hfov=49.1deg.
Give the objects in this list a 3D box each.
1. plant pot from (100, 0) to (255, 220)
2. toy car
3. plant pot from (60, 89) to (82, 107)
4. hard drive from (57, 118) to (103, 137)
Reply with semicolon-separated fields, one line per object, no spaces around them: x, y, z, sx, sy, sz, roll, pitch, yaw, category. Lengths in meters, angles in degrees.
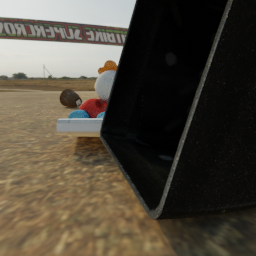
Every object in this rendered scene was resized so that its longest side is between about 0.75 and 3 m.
1.396;-0.574;3.951;2.546;2.864;2.871;13;11;-18;plant pot
-0.693;-1.019;8.695;1.859;2.102;1.937;4;10;24;toy car
-3.218;-1.642;16.342;1.076;1.076;1.151;-9;24;-44;plant pot
-0.061;0.018;6.648;2.737;0.365;1.806;1;-4;4;hard drive
